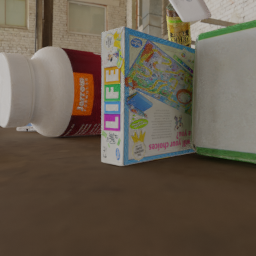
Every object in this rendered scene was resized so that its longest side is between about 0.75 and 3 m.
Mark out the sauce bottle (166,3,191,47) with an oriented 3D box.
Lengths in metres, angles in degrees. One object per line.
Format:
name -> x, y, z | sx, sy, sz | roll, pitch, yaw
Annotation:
sauce bottle -> 2.051, -3.434, 10.968 | 0.882, 2.726, 0.882 | -10, 40, 8

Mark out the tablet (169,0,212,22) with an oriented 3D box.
tablet -> 1.814, -4.185, 9.028 | 1.209, 0.127, 1.858 | 12, -22, 49

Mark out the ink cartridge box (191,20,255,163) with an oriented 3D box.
ink cartridge box -> 2.363, -0.318, 2.796 | 2.885, 1.198, 2.115 | -3, 4, -40

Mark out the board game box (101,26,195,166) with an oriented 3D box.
board game box -> 0.449, -0.288, 2.970 | 0.292, 1.148, 1.708 | 3, 4, 43

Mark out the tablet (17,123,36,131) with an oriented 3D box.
tablet -> -1.785, -0.218, 7.698 | 1.603, 0.168, 2.463 | -3, 10, 4

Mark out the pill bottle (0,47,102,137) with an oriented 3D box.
pill bottle -> -0.915, -0.658, 5.417 | 2.886, 1.630, 1.630 | -3, 5, -37
